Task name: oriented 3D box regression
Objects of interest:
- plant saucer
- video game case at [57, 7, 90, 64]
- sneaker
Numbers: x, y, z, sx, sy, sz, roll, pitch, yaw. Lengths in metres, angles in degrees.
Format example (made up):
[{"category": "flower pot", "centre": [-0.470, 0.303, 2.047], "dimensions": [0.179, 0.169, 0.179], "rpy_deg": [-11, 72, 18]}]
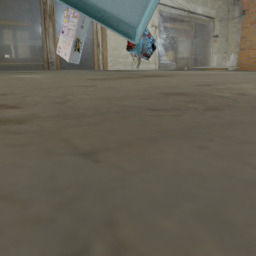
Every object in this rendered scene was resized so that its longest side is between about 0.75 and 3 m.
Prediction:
[{"category": "plant saucer", "centre": [-0.925, -1.961, 3.052], "dimensions": [2.789, 0.265, 0.975], "rpy_deg": [26, -33, -6]}, {"category": "video game case", "centre": [-1.768, -2.976, 8.915], "dimensions": [0.391, 1.558, 1.718], "rpy_deg": [6, 20, -29]}, {"category": "sneaker", "centre": [0.530, -3.113, 10.182], "dimensions": [1.031, 0.856, 2.158], "rpy_deg": [30, 40, -19]}]
